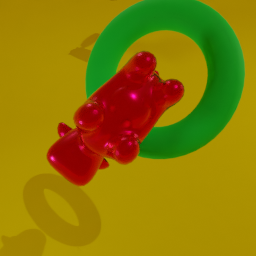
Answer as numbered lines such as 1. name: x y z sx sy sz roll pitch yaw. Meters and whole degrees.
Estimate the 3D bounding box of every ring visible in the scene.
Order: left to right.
1. ring: 0.356 -0.605 3.402 1.970 1.970 0.394 25 8 22

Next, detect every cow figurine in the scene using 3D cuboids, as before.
1. cow figurine: -0.188 -0.040 2.724 0.743 1.332 1.354 43 81 -8
